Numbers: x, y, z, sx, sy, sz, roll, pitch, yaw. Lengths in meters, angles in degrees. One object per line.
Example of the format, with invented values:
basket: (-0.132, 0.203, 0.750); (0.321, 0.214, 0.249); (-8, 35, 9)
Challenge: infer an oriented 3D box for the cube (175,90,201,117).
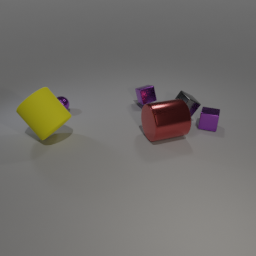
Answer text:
cube: (2.310, -0.949, 11.185); (0.700, 0.700, 0.700); (18, 27, -34)

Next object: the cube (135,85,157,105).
cube: (0.814, -1.530, 12.786); (0.700, 0.700, 0.700); (-18, 17, -12)

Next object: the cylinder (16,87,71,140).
cylinder: (-3.023, -0.517, 10.145); (1.400, 1.400, 1.400); (-40, 6, 5)

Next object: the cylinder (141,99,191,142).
cylinder: (1.379, -0.297, 10.333); (1.400, 1.400, 1.400); (-10, 31, -17)

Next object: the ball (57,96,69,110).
ball: (-2.922, -1.041, 12.272); (0.700, 0.700, 0.700); (0, 29, 0)

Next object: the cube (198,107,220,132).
cube: (3.232, -0.362, 11.138); (0.700, 0.700, 0.700); (11, 29, 17)
